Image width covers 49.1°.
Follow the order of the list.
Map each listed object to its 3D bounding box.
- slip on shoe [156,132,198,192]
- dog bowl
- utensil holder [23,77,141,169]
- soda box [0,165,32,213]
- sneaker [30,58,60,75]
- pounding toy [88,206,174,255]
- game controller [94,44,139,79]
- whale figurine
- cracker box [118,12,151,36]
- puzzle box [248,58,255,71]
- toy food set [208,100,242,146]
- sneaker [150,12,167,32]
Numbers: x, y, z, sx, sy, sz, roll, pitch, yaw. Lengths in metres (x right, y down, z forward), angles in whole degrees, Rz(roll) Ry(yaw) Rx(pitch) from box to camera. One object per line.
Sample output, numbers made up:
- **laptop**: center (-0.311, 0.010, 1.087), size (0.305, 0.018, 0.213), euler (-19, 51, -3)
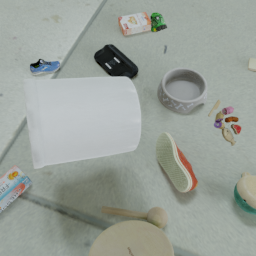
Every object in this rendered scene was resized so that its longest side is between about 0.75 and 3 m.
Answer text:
- **slip on shoe**: center (1.643, 1.149, 9.677), size (0.736, 0.890, 2.404), euler (13, 38, -39)
- **dog bowl**: center (2.245, -1.605, 11.403), size (2.087, 0.612, 2.087), euler (0, 57, 0)
- **utensil holder**: center (-1.224, -0.222, 7.319), size (2.622, 2.229, 2.229), euler (-6, 58, -18)
- **soda box**: center (-4.122, 2.171, 9.048), size (0.676, 0.629, 1.977), euler (37, 66, 20)
- **sneaker**: center (-3.590, -2.687, 12.087), size (1.297, 0.578, 0.509), euler (-15, 60, -10)
- **pounding toy**: center (0.153, 3.705, 7.927), size (2.282, 1.372, 2.957), euler (-4, 30, 7)
- **game controller**: center (-0.555, -2.873, 12.360), size (1.141, 0.461, 2.187), euler (-40, 65, -6)
- **whale figurine**: center (4.214, 2.095, 9.068), size (1.877, 0.974, 1.493), euler (-16, 51, -37)
- **cracker box**: center (0.335, -5.095, 13.667), size (1.442, 0.416, 0.966), euler (-16, 59, -9)
- **puzzle box**: center (5.844, -2.741, 12.381), size (1.011, 0.128, 0.672), euler (15, 59, 9)
- **toy food set**: center (2.823, -0.168, 7.844), size (1.282, 0.202, 0.815), euler (42, 75, -22)
- **sneaker**: center (1.022, -3.623, 9.499), size (0.555, 0.606, 1.423), euler (-18, 18, 4)
